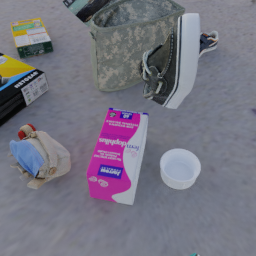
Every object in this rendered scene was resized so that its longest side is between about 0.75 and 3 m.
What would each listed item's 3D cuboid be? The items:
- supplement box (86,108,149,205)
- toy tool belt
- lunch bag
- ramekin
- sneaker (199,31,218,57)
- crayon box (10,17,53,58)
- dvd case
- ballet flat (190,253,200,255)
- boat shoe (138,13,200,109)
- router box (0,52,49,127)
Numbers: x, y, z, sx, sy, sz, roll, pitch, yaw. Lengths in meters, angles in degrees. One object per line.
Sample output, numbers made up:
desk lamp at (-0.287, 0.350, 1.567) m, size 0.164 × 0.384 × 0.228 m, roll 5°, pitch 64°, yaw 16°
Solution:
supplement box at (-0.187, 0.623, 6.765) m, size 1.052 × 1.075 × 2.079 m, roll 9°, pitch 49°, yaw 6°
toy tool belt at (-2.332, 0.635, 6.703) m, size 1.878 × 1.173 × 1.154 m, roll 32°, pitch 46°, yaw 27°
lunch bag at (0.044, -2.672, 8.886) m, size 2.913 × 2.389 × 1.713 m, roll -26°, pitch 58°, yaw -23°
ramekin at (1.238, 1.016, 6.796) m, size 0.963 × 0.469 × 0.963 m, roll 0°, pitch 47°, yaw 0°
sneaker at (2.682, -3.142, 10.510) m, size 1.741 × 0.691 × 0.683 m, roll -31°, pitch 56°, yaw -24°
crayon box at (-3.805, -3.575, 11.005) m, size 1.270 × 0.521 × 2.020 m, roll -17°, pitch 50°, yaw -15°
dvd case at (-0.571, -4.399, 8.588) m, size 2.826 × 2.063 × 0.311 m, roll -41°, pitch 88°, yaw 9°
ballet flat at (0.896, 2.867, 5.153) m, size 1.375 × 0.477 × 0.477 m, roll -26°, pitch 52°, yaw -23°
boat shoe at (0.714, -1.102, 5.598) m, size 1.048 × 2.955 × 1.065 m, roll 7°, pitch 71°, yaw 2°
router box at (-4.244, -1.030, 8.489) m, size 2.176 × 0.745 × 2.917 m, roll 24°, pitch 52°, yaw 21°
